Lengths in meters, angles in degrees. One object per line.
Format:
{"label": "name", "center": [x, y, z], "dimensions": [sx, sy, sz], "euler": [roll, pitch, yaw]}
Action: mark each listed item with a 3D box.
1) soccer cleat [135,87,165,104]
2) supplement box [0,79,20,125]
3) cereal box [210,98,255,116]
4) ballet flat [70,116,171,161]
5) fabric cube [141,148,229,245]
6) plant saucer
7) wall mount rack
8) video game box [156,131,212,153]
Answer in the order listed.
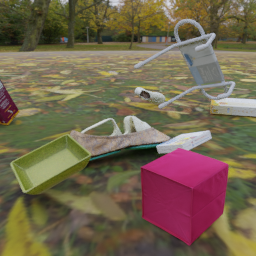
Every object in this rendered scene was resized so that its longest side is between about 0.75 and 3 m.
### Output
{"label": "soccer cleat", "center": [0.777, -1.047, 9.470], "dimensions": [1.212, 0.420, 0.470], "euler": [15, 17, -26]}
{"label": "supplement box", "center": [-3.583, -0.780, 7.327], "dimensions": [0.765, 1.387, 0.594], "euler": [6, 47, 21]}
{"label": "cereal box", "center": [3.470, -0.673, 8.833], "dimensions": [1.657, 0.328, 1.192], "euler": [6, 19, 16]}
{"label": "ballet flat", "center": [-0.115, 0.145, 5.523], "dimensions": [2.179, 0.733, 0.742], "euler": [-9, -2, -27]}
{"label": "fabric cube", "center": [0.712, 0.819, 3.585], "dimensions": [0.783, 0.798, 0.796], "euler": [17, 27, 42]}
{"label": "plant saucer", "center": [-1.163, 0.566, 4.265], "dimensions": [1.037, 0.248, 1.036], "euler": [-29, 30, -22]}
{"label": "wall mount rack", "center": [1.571, -1.512, 7.743], "dimensions": [2.256, 2.596, 0.968], "euler": [-3, 40, 46]}
{"label": "video game box", "center": [1.038, 0.272, 5.265], "dimensions": [0.719, 0.185, 0.789], "euler": [-19, 3, -29]}
